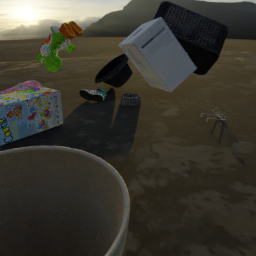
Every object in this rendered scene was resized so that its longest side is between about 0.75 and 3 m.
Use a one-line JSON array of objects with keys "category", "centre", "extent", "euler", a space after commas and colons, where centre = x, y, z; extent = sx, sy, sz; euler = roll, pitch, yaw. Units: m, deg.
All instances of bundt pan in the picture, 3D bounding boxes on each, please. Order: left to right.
[{"category": "bundt pan", "centre": [0.133, -1.432, 13.717], "extent": [1.071, 0.402, 1.071], "euler": [1, 23, 0]}]

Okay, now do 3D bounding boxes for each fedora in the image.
[{"category": "fedora", "centre": [-0.660, -3.061, 16.017], "extent": [2.641, 1.206, 2.641], "euler": [-35, 25, 19]}]

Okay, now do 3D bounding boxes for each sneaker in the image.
[{"category": "sneaker", "centre": [-1.697, -1.777, 14.258], "extent": [1.391, 0.582, 0.840], "euler": [17, 32, 17]}]

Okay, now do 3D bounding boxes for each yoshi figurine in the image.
[{"category": "yoshi figurine", "centre": [-2.779, -3.156, 11.415], "extent": [1.306, 2.323, 1.301], "euler": [22, 46, -41]}]

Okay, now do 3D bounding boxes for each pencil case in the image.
[{"category": "pencil case", "centre": [-5.017, -1.355, 12.656], "extent": [1.174, 1.174, 2.686], "euler": [8, 24, 18]}]

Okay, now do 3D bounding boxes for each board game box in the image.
[{"category": "board game box", "centre": [-3.918, -0.545, 10.311], "extent": [1.368, 1.393, 2.656], "euler": [17, 27, 36]}]

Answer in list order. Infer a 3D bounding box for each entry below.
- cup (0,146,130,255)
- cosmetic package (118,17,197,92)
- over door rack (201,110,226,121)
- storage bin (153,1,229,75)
[{"category": "cup", "centre": [-1.379, 1.828, 3.761], "extent": [2.858, 2.044, 2.858], "euler": [-1, 26, 1]}, {"category": "cosmetic package", "centre": [0.621, -1.607, 6.264], "extent": [0.820, 1.334, 1.329], "euler": [-41, 20, -2]}, {"category": "over door rack", "centre": [3.575, -0.529, 11.730], "extent": [0.850, 0.283, 0.628], "euler": [-4, 22, -9]}, {"category": "storage bin", "centre": [1.896, -2.964, 9.492], "extent": [2.404, 1.127, 1.625], "euler": [24, -15, 1]}]
